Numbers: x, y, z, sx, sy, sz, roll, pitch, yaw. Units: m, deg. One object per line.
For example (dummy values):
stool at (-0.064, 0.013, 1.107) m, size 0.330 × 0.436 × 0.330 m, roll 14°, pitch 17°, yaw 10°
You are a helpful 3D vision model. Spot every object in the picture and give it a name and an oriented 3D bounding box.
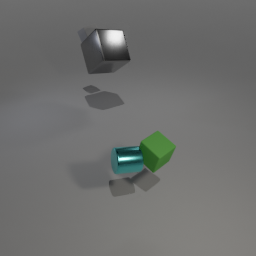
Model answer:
cube at (0.753, 0.642, 7.643) m, size 0.700 × 0.700 × 0.700 m, roll -30°, pitch 61°, yaw -34°
cylinder at (-0.033, 0.839, 7.381) m, size 0.700 × 0.700 × 0.700 m, roll -3°, pitch 30°, yaw -18°
cube at (-0.967, -3.229, 11.952) m, size 1.400 × 1.400 × 1.400 m, roll -12°, pitch -5°, yaw -37°
cube at (-1.758, -4.245, 12.776) m, size 0.700 × 0.700 × 0.700 m, roll -31°, pitch 17°, yaw -29°
